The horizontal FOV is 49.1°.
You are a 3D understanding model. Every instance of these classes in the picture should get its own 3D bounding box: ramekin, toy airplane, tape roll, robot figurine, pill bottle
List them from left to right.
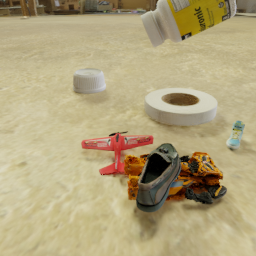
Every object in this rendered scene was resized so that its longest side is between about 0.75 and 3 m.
[{"bbox_3d":[-1.698,-2.090,12.180,1.449,0.761,1.449,0,27,0],"label":"ramekin"},{"bbox_3d":[-0.241,0.607,7.298,1.989,0.366,1.989,-4,27,2],"label":"toy airplane"},{"bbox_3d":[1.049,1.024,6.180,2.209,0.643,1.602,-3,29,-6],"label":"robot figurine"},{"bbox_3d":[1.857,-0.829,10.024,2.569,0.469,2.569,0,27,0],"label":"tape roll"},{"bbox_3d":[1.397,-2.774,6.737,2.052,1.142,1.142,-22,23,15],"label":"pill bottle"}]

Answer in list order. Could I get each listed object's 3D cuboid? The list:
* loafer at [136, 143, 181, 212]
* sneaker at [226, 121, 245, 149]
[{"bbox_3d":[0.632,0.781,5.532,0.691,0.605,1.922,0,30,21],"label":"loafer"},{"bbox_3d":[3.052,0.148,7.928,0.381,0.625,0.958,13,30,22],"label":"sneaker"}]
